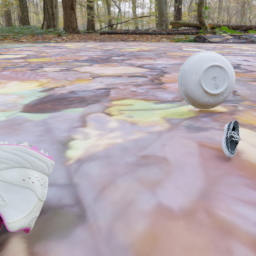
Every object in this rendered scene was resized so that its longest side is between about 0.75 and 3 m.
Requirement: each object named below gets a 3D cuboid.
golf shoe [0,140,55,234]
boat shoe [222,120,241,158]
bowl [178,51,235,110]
[{"bbox_3d":[-1.994,0.792,3.342,2.285,1.046,0.861,-9,-24,18],"label":"golf shoe"},{"bbox_3d":[2.043,0.195,5.434,0.299,0.276,0.809,30,53,-9],"label":"boat shoe"},{"bbox_3d":[2.364,-1.385,8.060,1.740,1.740,0.782,-1,6,-3],"label":"bowl"}]
